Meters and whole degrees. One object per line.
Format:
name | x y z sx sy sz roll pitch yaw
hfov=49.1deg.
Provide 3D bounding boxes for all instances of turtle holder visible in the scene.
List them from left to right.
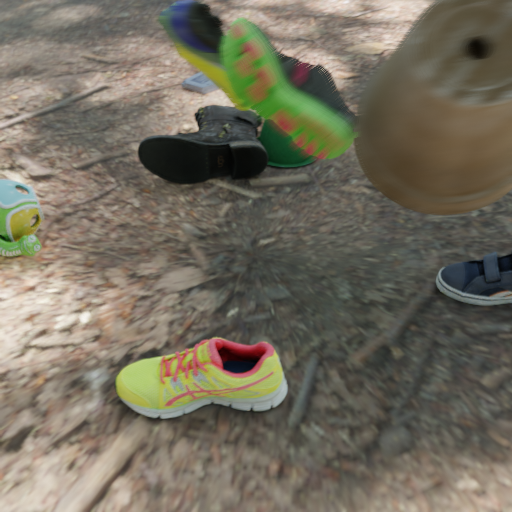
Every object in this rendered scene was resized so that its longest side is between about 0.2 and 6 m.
turtle holder | -4.073 -0.662 9.191 1.042 1.115 1.467 -21 29 -22

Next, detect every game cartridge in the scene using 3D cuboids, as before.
game cartridge | -1.281 -4.653 14.922 0.841 0.258 1.263 20 43 29

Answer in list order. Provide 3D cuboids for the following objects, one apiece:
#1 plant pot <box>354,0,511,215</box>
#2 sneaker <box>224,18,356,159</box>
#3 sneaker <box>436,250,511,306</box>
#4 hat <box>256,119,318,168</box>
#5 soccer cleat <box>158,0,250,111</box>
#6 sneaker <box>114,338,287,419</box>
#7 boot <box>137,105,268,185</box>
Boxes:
plant pot | 2.456 -1.939 6.789 2.418 2.098 2.418 -2 76 6
sneaker | 0.508 -2.501 8.341 2.459 0.944 1.030 45 51 -8
sneaker | 3.829 0.252 8.340 2.123 0.843 0.833 5 40 9
hat | 0.561 -2.961 11.701 1.513 1.607 1.826 -20 43 -23
soccer cleat | -0.759 -3.408 9.657 0.992 2.373 0.767 10 70 33
sneaker | -0.686 1.367 6.839 2.112 0.954 0.825 -4 40 -3
boot | -1.075 -2.495 11.782 2.775 0.961 2.416 1 36 -13
